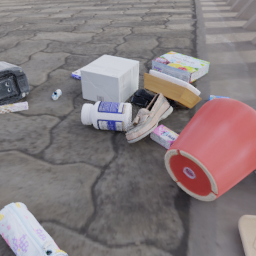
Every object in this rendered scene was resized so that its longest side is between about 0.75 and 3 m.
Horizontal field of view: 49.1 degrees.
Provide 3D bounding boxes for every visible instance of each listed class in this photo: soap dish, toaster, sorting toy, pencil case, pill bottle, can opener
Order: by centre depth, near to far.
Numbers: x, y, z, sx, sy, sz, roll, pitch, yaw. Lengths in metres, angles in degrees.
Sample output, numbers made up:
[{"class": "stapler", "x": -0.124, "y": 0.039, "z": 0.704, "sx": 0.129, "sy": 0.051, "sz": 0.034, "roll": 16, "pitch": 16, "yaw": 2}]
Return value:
[{"class": "sorting toy", "x": 3.799, "y": 3.169, "z": 6.169, "sx": 2.277, "sy": 0.449, "sz": 2.460, "roll": 3, "pitch": 40, "yaw": 5}, {"class": "pencil case", "x": -2.280, "y": 2.604, "z": 6.472, "sx": 0.854, "sy": 0.932, "sz": 2.054, "roll": -36, "pitch": 47, "yaw": -30}, {"class": "pill bottle", "x": -0.810, "y": -0.474, "z": 10.752, "sx": 1.798, "sy": 1.076, "sz": 1.076, "roll": 5, "pitch": 35, "yaw": 8}, {"class": "soap dish", "x": 1.869, "y": -1.642, "z": 12.060, "sx": 2.173, "sy": 0.883, "sz": 1.710, "roll": 28, "pitch": 7, "yaw": 35}, {"class": "can opener", "x": 1.160, "y": -1.217, "z": 12.373, "sx": 2.013, "sy": 0.791, "sz": 0.638, "roll": 13, "pitch": -2, "yaw": 14}, {"class": "toaster", "x": -5.959, "y": -1.894, "z": 12.395, "sx": 2.797, "sy": 1.590, "sz": 1.807, "roll": -31, "pitch": 42, "yaw": -32}]

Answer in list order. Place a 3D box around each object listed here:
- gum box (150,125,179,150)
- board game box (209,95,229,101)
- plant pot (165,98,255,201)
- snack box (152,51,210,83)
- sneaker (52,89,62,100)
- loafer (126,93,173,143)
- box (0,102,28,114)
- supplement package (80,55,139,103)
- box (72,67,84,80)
[{"class": "gum box", "x": 1.385, "y": 0.342, "z": 10.216, "sx": 0.594, "sy": 0.346, "sz": 1.047, "roll": -26, "pitch": 42, "yaw": -32}, {"class": "board game box", "x": 3.984, "y": -1.024, "z": 12.249, "sx": 0.872, "sy": 0.258, "sz": 1.146, "roll": 9, "pitch": 36, "yaw": 12}, {"class": "plant pot", "x": 2.430, "y": 0.705, "z": 8.086, "sx": 2.228, "sy": 2.518, "sz": 2.518, "roll": -37, "pitch": 48, "yaw": -26}, {"class": "snack box", "x": 2.828, "y": -3.352, "z": 15.217, "sx": 2.536, "sy": 0.672, "sz": 1.804, "roll": 28, "pitch": 44, "yaw": 34}, {"class": "sneaker", "x": -3.312, "y": -1.605, "z": 13.046, "sx": 0.310, "sy": 0.313, "sz": 0.864, "roll": 1, "pitch": 34, "yaw": 4}, {"class": "loafer", "x": 0.700, "y": -0.444, "z": 10.605, "sx": 1.046, "sy": 0.915, "sz": 2.910, "roll": -17, "pitch": 15, "yaw": 41}, {"class": "box", "x": -4.987, "y": -0.858, "z": 12.012, "sx": 1.327, "sy": 0.257, "sz": 0.275, "roll": -11, "pitch": 36, "yaw": -15}, {"class": "supplement package", "x": -0.775, "y": -2.205, "z": 12.858, "sx": 1.930, "sy": 1.484, "sz": 2.018, "roll": 17, "pitch": 38, "yaw": 22}, {"class": "box", "x": -2.418, "y": -2.909, "z": 14.973, "sx": 0.737, "sy": 0.257, "sz": 1.238, "roll": 22, "pitch": 43, "yaw": 28}]
